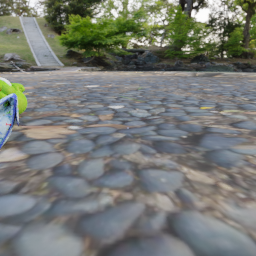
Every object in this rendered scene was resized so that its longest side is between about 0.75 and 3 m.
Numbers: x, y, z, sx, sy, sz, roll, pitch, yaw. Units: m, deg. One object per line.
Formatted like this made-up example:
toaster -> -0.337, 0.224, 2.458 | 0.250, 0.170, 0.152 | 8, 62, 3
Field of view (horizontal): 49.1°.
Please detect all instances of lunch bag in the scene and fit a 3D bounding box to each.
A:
lunch bag -> -2.616, -0.216, 5.833 | 0.685, 1.074, 0.913 | 28, -1, -24

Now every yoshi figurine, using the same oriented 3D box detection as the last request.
yoshi figurine -> -4.167, -1.056, 9.097 | 1.471, 1.477, 2.628 | -1, 17, -44
